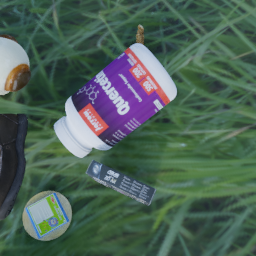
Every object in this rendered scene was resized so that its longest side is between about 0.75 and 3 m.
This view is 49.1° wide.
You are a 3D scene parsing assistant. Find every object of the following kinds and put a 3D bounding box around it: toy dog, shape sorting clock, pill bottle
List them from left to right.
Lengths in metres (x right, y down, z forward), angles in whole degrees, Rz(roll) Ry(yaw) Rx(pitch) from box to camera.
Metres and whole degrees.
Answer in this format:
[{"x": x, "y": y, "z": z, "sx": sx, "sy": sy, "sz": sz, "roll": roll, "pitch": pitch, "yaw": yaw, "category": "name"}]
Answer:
[{"x": -3.828, "y": -1.587, "z": 6.512, "sx": 2.931, "sy": 2.842, "sz": 2.045, "roll": -2, "pitch": 44, "yaw": -47, "category": "toy dog"}, {"x": -1.858, "y": 2.015, "z": 6.479, "sx": 1.099, "sy": 0.216, "sz": 1.099, "roll": 2, "pitch": 69, "yaw": -4, "category": "shape sorting clock"}, {"x": -0.340, "y": -0.548, "z": 6.545, "sx": 2.754, "sy": 1.548, "sz": 1.548, "roll": -39, "pitch": 72, "yaw": 7, "category": "pill bottle"}]

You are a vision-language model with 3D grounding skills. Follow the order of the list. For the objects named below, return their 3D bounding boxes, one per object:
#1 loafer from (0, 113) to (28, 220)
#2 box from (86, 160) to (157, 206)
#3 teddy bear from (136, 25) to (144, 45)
[{"x": -2.818, "y": 0.701, "z": 6.081, "sx": 0.998, "sy": 1.021, "sz": 2.797, "roll": 13, "pitch": 35, "yaw": -26, "category": "loafer"}, {"x": -0.134, "y": 1.255, "z": 6.232, "sx": 1.480, "sy": 1.185, "sz": 0.322, "roll": 23, "pitch": 74, "yaw": 10, "category": "box"}, {"x": 0.330, "y": -2.560, "z": 8.062, "sx": 0.261, "sy": 0.567, "sz": 0.782, "roll": 1, "pitch": 109, "yaw": 2, "category": "teddy bear"}]
